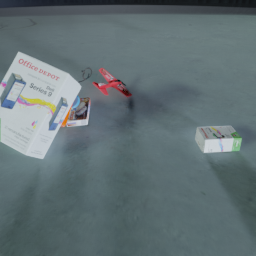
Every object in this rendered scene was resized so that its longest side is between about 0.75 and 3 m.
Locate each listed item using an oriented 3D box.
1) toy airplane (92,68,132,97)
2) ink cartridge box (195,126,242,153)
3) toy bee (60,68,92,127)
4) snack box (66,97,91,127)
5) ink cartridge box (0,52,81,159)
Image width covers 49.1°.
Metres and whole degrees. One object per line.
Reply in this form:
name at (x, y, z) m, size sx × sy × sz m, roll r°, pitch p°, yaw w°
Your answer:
toy airplane at (-0.676, -1.665, 10.919) m, size 1.760 × 0.324 × 1.760 m, roll 25°, pitch 31°, yaw -17°
ink cartridge box at (2.451, 0.295, 7.684) m, size 1.015 × 0.426 × 0.735 m, roll -3°, pitch 29°, yaw -4°
toy bee at (-1.960, -1.011, 8.586) m, size 1.033 × 1.244 × 1.901 m, roll 22°, pitch 61°, yaw 23°
snack box at (-1.635, -0.569, 9.423) m, size 0.650 × 0.220 × 1.807 m, roll -7°, pitch 28°, yaw -1°
ink cartridge box at (-2.437, -0.563, 7.054) m, size 1.590 × 2.188 × 0.958 m, roll 26°, pitch -7°, yaw 14°
